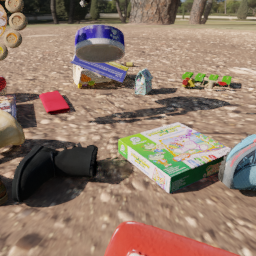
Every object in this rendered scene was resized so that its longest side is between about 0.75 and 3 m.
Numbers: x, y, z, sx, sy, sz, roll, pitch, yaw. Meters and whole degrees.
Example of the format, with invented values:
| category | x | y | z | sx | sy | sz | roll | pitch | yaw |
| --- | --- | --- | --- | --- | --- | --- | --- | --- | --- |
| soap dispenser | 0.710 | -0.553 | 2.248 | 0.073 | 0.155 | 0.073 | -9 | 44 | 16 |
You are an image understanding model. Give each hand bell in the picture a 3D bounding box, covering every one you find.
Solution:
| category | x | y | z | sx | sy | sz | roll | pitch | yaw |
| --- | --- | --- | --- | --- | --- | --- | --- | --- | --- |
| hand bell | -3.560 | 0.545 | 6.526 | 1.086 | 1.086 | 2.085 | 12 | 39 | 25 |

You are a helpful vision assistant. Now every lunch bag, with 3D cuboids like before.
| category | x | y | z | sx | sy | sz | roll | pitch | yaw |
| --- | --- | --- | --- | --- | --- | --- | --- | --- | --- |
| lunch bag | 0.650 | -1.942 | 11.568 | 0.586 | 0.961 | 0.818 | 11 | 26 | 22 |

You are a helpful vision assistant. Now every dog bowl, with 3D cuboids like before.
| category | x | y | z | sx | sy | sz | roll | pitch | yaw |
| --- | --- | --- | --- | --- | --- | --- | --- | --- | --- |
| dog bowl | -0.910 | -2.693 | 9.125 | 1.620 | 0.638 | 1.620 | -1 | -7 | 0 |

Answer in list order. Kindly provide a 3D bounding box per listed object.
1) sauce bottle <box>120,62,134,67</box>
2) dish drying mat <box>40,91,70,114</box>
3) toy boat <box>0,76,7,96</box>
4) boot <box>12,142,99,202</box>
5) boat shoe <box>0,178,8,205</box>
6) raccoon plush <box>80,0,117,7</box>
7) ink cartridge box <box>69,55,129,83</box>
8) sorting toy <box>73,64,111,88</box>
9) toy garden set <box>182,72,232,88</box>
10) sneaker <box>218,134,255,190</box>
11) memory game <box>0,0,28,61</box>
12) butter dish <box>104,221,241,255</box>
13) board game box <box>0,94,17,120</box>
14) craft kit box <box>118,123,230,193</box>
| category | x | y | z | sx | sy | sz | roll | pitch | yaw |
| --- | --- | --- | --- | --- | --- | --- | --- | --- | --- |
| sauce bottle | -0.037 | -3.681 | 16.189 | 0.787 | 0.255 | 0.255 | 6 | 25 | 10 |
| dish drying mat | -2.759 | -0.961 | 10.384 | 0.797 | 0.189 | 2.075 | -11 | 28 | -21 |
| toy boat | -5.721 | -1.679 | 10.433 | 2.178 | 1.423 | 1.421 | -11 | 27 | -23 |
| boot | -1.409 | 0.873 | 5.880 | 1.485 | 0.671 | 1.813 | 2 | 23 | 0 |
| boat shoe | -2.984 | 0.987 | 5.700 | 1.610 | 0.547 | 0.579 | 17 | 29 | 32 |
| raccoon plush | -0.686 | -3.310 | 7.172 | 0.632 | 0.943 | 0.456 | 46 | 32 | -5 |
| ink cartridge box | -1.214 | -2.894 | 12.959 | 2.443 | 0.581 | 2.472 | 20 | 14 | -4 |
| sorting toy | -1.589 | -2.316 | 12.651 | 1.528 | 0.907 | 1.698 | -1 | 22 | -21 |
| toy garden set | 3.441 | -2.031 | 12.474 | 2.110 | 0.421 | 1.759 | 10 | 25 | 20 |
| sneaker | 3.245 | 0.806 | 5.402 | 2.913 | 1.155 | 1.392 | -5 | 27 | -11 |
| memory game | -3.893 | -2.871 | 7.501 | 2.413 | 2.413 | 0.154 | 0 | -4 | 0 |
| butter dish | 0.516 | 2.025 | 2.753 | 1.726 | 1.280 | 1.731 | 11 | 69 | 24 |
| board game box | -4.467 | -0.513 | 9.128 | 1.555 | 0.397 | 2.295 | -9 | 26 | -19 |
| craft kit box | 1.121 | 0.576 | 6.751 | 2.011 | 0.488 | 1.986 | -15 | 26 | -30 |
